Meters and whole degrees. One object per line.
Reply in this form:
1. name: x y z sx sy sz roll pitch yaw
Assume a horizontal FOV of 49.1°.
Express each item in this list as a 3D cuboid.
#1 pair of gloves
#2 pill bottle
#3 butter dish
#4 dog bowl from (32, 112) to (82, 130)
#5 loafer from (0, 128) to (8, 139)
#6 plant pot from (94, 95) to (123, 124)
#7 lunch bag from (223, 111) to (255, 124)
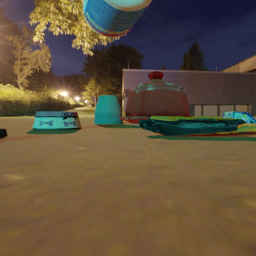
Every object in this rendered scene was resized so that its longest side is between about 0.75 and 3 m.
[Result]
1. pair of gloves: 1.616 -0.053 6.484 2.508 0.348 2.815 2 6 11
2. pill bottle: -0.161 -3.281 6.533 1.534 1.534 2.734 -1 -1 -15
3. butter dish: 1.098 -1.169 11.031 2.853 2.109 2.845 -1 2 -8
4. dog bowl: -2.023 -0.221 8.040 1.375 0.507 1.375 0 3 0
5. loafer: -2.327 0.022 4.129 0.394 0.392 1.084 1 2 42
6. plant pot: -0.901 -0.846 12.898 1.374 1.291 1.374 0 3 0
7. lunch bag: 3.367 -0.220 8.425 0.829 0.528 0.705 13 0 -4
